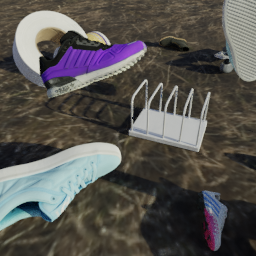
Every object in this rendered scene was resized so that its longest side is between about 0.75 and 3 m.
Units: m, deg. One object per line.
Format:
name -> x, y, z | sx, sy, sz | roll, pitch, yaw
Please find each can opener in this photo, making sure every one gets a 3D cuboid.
can opener -> 4.132, -2.864, 11.458 | 0.715, 0.897, 2.681 | 18, 27, 25

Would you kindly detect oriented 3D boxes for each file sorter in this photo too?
file sorter -> 1.149, -0.417, 7.573 | 1.923, 1.197, 1.334 | 14, 39, 17

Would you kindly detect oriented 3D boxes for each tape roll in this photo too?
tape roll -> -1.713, -1.754, 6.368 | 1.675, 1.675, 0.586 | -27, 0, -31

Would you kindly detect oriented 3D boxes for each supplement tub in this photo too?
supplement tub -> -1.673, -2.724, 10.532 | 1.393, 1.393, 1.916 | 23, 42, 28

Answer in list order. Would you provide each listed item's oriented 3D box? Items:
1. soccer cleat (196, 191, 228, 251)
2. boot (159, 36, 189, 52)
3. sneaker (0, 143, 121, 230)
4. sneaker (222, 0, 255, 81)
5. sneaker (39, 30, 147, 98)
soccer cleat -> 1.670, 1.695, 5.320 | 0.552, 0.446, 1.278 | 1, 36, 1
boot -> 2.133, -3.817, 12.836 | 1.286, 0.498, 0.889 | -4, 41, -4
sneaker -> -1.375, 1.245, 5.628 | 2.943, 1.088, 1.206 | -17, 58, -18
sneaker -> 2.731, -2.377, 6.955 | 0.881, 2.384, 0.977 | -13, 27, 6
sneaker -> -0.478, -0.886, 3.359 | 1.357, 0.675, 0.472 | -20, 8, 7
